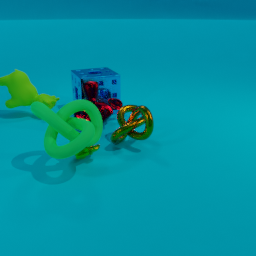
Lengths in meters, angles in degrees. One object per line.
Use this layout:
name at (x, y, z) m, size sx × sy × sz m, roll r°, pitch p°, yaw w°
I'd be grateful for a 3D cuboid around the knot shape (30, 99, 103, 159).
knot shape at (-1.452, -0.112, 6.344) m, size 1.641 × 0.810 × 1.754 m, roll 27°, pitch 32°, yaw 4°

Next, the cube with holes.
cube with holes at (-1.158, -1.303, 10.013) m, size 1.388 × 1.388 × 1.388 m, roll -10°, pitch 25°, yaw -21°

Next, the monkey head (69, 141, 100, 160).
monkey head at (-1.076, 0.407, 6.849) m, size 0.727 × 0.609 × 1.010 m, roll -25°, pitch 5°, yaw 35°

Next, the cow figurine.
cow figurine at (-3.320, -1.190, 9.482) m, size 1.715 × 1.743 × 0.957 m, roll -14°, pitch 18°, yaw 7°

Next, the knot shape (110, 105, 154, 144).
knot shape at (0.046, -0.056, 7.543) m, size 1.313 × 0.649 × 1.404 m, roll -43°, pitch 29°, yaw 1°

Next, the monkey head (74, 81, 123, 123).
monkey head at (-1.102, -0.776, 8.746) m, size 1.948 × 1.401 × 1.174 m, roll -6°, pitch 14°, yaw -6°
